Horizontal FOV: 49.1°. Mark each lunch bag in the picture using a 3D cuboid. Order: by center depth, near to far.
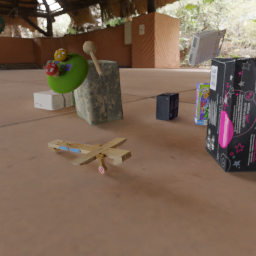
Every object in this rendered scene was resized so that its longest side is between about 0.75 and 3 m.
[{"bbox_3d":[-1.444,-1.624,11.841,1.694,2.363,2.881,-13,20,-24],"label":"lunch bag"}]

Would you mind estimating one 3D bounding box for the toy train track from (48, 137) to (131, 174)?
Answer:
[{"bbox_3d":[-1.083,0.682,7.212,2.846,0.463,1.632,6,22,41],"label":"toy train track"}]

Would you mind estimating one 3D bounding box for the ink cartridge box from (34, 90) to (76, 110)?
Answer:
[{"bbox_3d":[-3.698,-1.510,14.460,1.357,0.783,1.857,9,18,30],"label":"ink cartridge box"}]

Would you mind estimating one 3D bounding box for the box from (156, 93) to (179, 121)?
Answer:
[{"bbox_3d":[1.672,-0.923,11.827,0.614,1.029,1.046,9,18,30],"label":"box"}]

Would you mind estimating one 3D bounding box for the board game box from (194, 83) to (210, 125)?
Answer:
[{"bbox_3d":[3.826,-0.923,10.794,2.338,1.572,0.523,0,15,3],"label":"board game box"}]

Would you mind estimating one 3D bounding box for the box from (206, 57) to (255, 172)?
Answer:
[{"bbox_3d":[2.943,-0.419,6.961,1.492,2.600,1.718,0,15,-1],"label":"box"}]

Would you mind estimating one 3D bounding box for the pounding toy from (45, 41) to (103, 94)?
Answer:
[{"bbox_3d":[-1.327,-1.408,6.147,1.357,1.048,0.630,-23,-31,13],"label":"pounding toy"}]

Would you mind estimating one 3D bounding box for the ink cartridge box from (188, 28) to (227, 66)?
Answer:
[{"bbox_3d":[3.131,-3.276,11.087,1.551,1.258,0.389,-27,51,-27],"label":"ink cartridge box"}]
